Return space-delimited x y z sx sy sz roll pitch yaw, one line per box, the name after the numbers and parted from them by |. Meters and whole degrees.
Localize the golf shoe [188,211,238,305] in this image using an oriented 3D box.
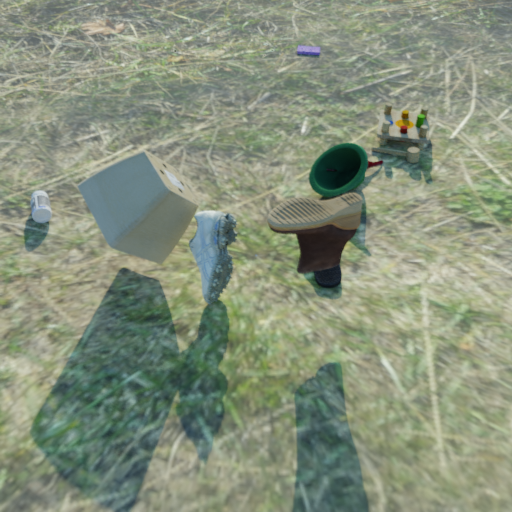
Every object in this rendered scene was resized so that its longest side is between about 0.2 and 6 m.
-0.907 -0.002 10.792 0.880 1.810 0.709 16 14 26 | golf shoe

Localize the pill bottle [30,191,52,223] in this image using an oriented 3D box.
-4.901 -1.129 12.749 0.424 0.424 0.744 -14 46 -14 | pill bottle

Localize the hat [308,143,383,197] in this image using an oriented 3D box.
2.348 -1.804 13.656 1.716 1.510 1.421 -30 53 16 | hat

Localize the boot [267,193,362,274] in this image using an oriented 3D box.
0.938 -0.240 9.716 1.954 1.626 0.707 -13 48 -29 | boot

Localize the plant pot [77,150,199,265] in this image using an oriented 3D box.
-2.150 -1.052 10.949 1.471 1.660 1.662 -41 64 12 | plant pot

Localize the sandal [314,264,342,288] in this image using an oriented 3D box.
1.409 -0.138 11.802 0.741 0.444 1.972 -4 59 4 | sandal

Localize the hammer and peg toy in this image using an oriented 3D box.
3.854 -3.297 14.800 1.410 0.676 1.917 10 45 10 | hammer and peg toy

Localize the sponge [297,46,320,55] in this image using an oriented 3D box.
1.785 -6.971 19.003 0.755 0.113 0.421 6 44 7 | sponge
